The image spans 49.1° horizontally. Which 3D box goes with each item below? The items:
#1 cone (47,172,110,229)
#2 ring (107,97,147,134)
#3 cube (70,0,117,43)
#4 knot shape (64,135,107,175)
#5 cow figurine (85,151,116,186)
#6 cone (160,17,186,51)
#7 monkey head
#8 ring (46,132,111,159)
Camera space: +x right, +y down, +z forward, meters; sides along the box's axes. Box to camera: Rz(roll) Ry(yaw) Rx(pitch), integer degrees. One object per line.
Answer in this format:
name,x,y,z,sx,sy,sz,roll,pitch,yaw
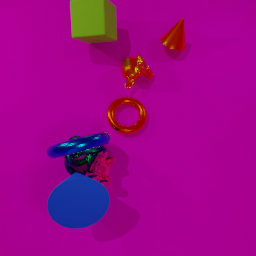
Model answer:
cone,-1.226,1.428,6.795,1.367,1.372,1.367,-5,113,-12
ring,-0.035,-0.394,8.511,1.233,0.247,1.233,2,68,-4
cube,-1.041,-3.326,8.746,1.096,1.096,1.096,1,98,17
knot shape,-1.166,0.769,7.778,1.214,1.297,0.599,-17,38,-19
cow figurine,-0.944,1.319,7.485,0.704,1.262,1.283,34,50,-24
cone,1.611,-3.126,8.981,0.916,0.920,0.916,11,42,-10
monkey head,0.265,-1.809,8.901,0.819,0.978,1.359,-22,52,34
ring,-1.309,0.459,7.493,1.728,1.728,0.346,-15,88,-5
